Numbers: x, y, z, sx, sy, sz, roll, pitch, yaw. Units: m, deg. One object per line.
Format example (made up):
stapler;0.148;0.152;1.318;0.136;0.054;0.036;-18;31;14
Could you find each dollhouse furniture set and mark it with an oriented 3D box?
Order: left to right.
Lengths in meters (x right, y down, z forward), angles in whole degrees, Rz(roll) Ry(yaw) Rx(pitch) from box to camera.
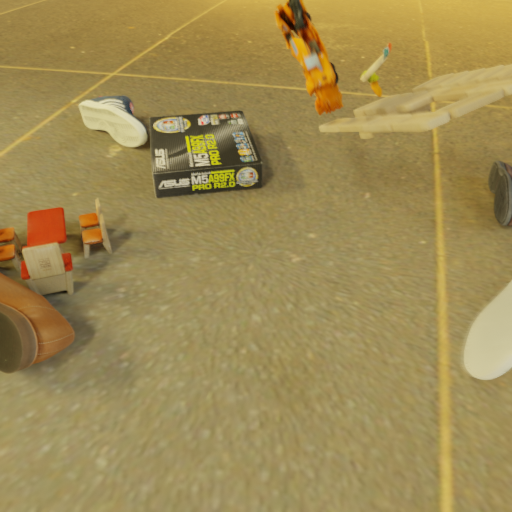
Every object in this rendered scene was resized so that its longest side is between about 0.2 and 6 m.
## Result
dollhouse furniture set;-3.663;-0.278;9.820;2.084;1.074;2.062;-12;38;-15

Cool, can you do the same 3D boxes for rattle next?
rattle;2.804;-4.081;12.325;0.680;0.951;0.619;52;30;6

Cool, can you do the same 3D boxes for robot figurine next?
robot figurine;0.840;-3.371;9.208;0.567;1.413;1.948;-24;71;11

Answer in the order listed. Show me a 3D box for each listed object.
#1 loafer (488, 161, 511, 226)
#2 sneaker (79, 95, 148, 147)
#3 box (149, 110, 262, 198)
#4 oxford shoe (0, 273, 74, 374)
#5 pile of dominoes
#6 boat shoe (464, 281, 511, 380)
loafer;5.299;-1.321;11.495;0.717;0.818;2.275;11;35;8
sneaker;-3.407;-3.588;14.320;2.628;0.985;1.111;31;51;34
box;-1.253;-2.463;13.084;2.381;0.658;2.972;-6;37;-7
oxford shoe;-4.078;0.755;8.700;3.225;1.150;1.149;29;21;29
pile of dominoes;2.929;-2.351;9.071;2.885;0.589;3.702;-24;18;-11
boat shoe;3.078;0.558;6.165;0.578;2.043;0.701;21;18;-21
